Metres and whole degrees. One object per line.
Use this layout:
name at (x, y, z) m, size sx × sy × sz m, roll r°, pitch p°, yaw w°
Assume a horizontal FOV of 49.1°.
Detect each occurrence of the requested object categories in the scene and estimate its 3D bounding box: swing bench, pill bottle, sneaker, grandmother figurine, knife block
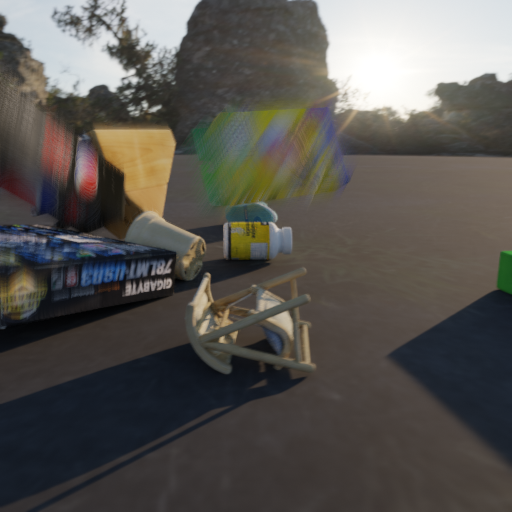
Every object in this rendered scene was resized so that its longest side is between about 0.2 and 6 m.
swing bench at (-0.039, 0.625, 5.578) m, size 1.161 × 0.753 × 1.155 m, roll -4°, pitch 13°, yaw 5°
pill bottle at (0.017, -0.255, 9.580) m, size 1.149 × 0.643 × 0.643 m, roll -1°, pitch 13°, yaw -3°
sneaker at (0.105, -1.013, 13.048) m, size 1.504 × 0.598 × 0.982 m, roll 13°, pitch 20°, yaw 42°
grandmother figurine at (0.667, -1.413, 8.427) m, size 0.289 × 0.956 × 0.579 m, roll -38°, pitch 22°, yaw -13°
knife block at (-2.960, -1.825, 10.430) m, size 1.081 × 2.965 × 3.378 m, roll -16°, pitch 51°, yaw 25°

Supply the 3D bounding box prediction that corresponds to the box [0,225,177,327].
box at (-2.965, 0.083, 7.019) m, size 2.842 × 0.706 × 2.821 m, roll 11°, pitch 9°, yaw 29°

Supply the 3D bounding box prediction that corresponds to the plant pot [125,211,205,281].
plant pot at (-1.305, -0.074, 8.343) m, size 0.927 × 1.013 × 1.013 m, roll 16°, pitch 18°, yaw 19°

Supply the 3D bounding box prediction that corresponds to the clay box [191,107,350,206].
clay box at (0.260, -1.649, 9.208) m, size 2.433 × 1.398 × 0.579 m, roll -11°, pitch -9°, yaw -28°

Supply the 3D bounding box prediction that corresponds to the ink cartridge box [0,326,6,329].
ink cartridge box at (-3.381, 0.578, 6.634) m, size 1.350 × 0.292 × 1.326 m, roll 4°, pitch 9°, yaw -30°

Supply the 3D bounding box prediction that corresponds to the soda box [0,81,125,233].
soda box at (-2.967, -1.282, 7.695) m, size 0.825 × 0.922 × 2.607 m, roll -18°, pitch -31°, yaw 24°

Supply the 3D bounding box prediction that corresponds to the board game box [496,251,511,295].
board game box at (4.622, 0.446, 6.703) m, size 2.071 × 0.546 × 2.707 m, roll -3°, pitch 13°, yaw -12°
